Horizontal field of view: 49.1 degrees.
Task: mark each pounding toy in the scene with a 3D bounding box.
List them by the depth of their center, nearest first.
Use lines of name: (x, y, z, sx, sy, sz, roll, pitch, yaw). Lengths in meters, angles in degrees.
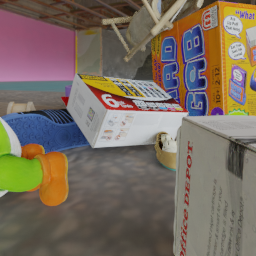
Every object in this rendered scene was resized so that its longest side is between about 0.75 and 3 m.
pounding toy: (-2.740, -0.142, 6.830, 1.052, 1.048, 1.833, -1, 12, -3)

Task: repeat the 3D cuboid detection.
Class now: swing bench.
swing bench: (0.765, -3.234, 7.809, 2.221, 1.441, 2.209, -33, 7, -18)

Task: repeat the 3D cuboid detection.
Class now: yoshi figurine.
yoshi figurine: (-2.014, 0.748, 3.151, 2.504, 1.408, 1.402, 7, 43, -44)

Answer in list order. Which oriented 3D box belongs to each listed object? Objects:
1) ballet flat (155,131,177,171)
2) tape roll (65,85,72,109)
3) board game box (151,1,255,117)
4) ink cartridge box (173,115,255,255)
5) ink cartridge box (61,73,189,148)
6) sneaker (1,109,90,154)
ballet flat: (0.793, 0.400, 5.635, 0.516, 0.474, 1.503, 0, 12, -7)
tape roll: (-1.054, -1.101, 11.098, 2.785, 1.183, 2.785, 1, 11, 0)
board game box: (2.613, -1.434, 7.715, 2.848, 2.846, 2.846, -6, 5, -25)
ink cartridge box: (0.984, 0.759, 1.598, 0.803, 1.421, 1.936, -3, 13, -11)
ink cartridge box: (-0.142, -0.551, 6.586, 2.291, 0.961, 2.011, -1, 36, -38)
sneaker: (-1.819, 0.027, 6.425, 2.664, 0.934, 1.038, 1, 12, -42)
